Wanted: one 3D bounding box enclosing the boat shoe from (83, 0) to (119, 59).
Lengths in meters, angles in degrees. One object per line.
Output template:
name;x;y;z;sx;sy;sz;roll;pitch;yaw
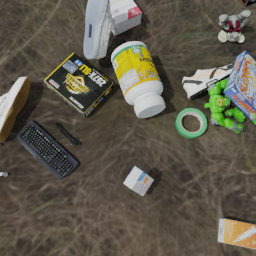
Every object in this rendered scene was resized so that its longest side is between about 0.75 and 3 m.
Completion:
boat shoe;-0.897;-3.926;10.613;1.142;2.678;0.989;-13;33;-42

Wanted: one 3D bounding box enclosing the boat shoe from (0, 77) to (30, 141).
boat shoe;-4.643;-0.875;10.677;0.925;0.945;2.668;20;74;6

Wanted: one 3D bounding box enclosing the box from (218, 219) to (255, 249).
box;3.749;3.561;9.420;1.238;0.604;0.770;10;72;3

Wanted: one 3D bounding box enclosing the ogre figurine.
ogre figurine;3.704;-0.886;10.677;1.285;1.052;2.144;-3;105;-13

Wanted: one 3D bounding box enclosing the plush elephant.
plush elephant;4.395;-4.114;11.711;1.157;1.404;1.087;-5;94;12

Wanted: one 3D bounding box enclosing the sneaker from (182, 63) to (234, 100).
sneaker;3.250;-2.071;11.109;2.391;0.881;0.957;-26;72;-8

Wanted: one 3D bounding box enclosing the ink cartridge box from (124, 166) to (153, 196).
ink cartridge box;0.428;1.857;9.543;0.411;1.212;0.698;29;81;36

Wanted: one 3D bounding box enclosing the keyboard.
keyboard;-2.834;0.585;10.576;2.548;0.262;1.619;40;76;11

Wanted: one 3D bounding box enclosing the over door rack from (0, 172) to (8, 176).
over door rack;-5.489;1.365;10.136;1.839;0.613;1.359;-19;74;-6

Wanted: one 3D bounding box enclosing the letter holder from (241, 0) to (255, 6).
letter holder;5.580;-6.013;12.592;0.920;0.463;0.654;-22;72;-7

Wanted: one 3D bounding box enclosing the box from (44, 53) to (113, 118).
box;-1.935;-1.736;11.169;2.176;0.537;1.737;40;74;12

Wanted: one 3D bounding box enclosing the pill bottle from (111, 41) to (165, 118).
pill bottle;0.435;-1.800;10.677;1.506;1.506;2.670;-17;72;-6

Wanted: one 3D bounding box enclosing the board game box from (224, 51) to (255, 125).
board game box;4.176;-1.425;9.539;1.616;0.411;2.388;42;50;-10

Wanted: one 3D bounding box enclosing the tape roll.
tape roll;2.437;-0.186;10.805;1.163;0.280;1.163;0;72;1

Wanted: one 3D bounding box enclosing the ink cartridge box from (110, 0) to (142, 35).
ink cartridge box;-0.432;-5.151;12.146;1.324;0.761;1.824;-28;74;-9
